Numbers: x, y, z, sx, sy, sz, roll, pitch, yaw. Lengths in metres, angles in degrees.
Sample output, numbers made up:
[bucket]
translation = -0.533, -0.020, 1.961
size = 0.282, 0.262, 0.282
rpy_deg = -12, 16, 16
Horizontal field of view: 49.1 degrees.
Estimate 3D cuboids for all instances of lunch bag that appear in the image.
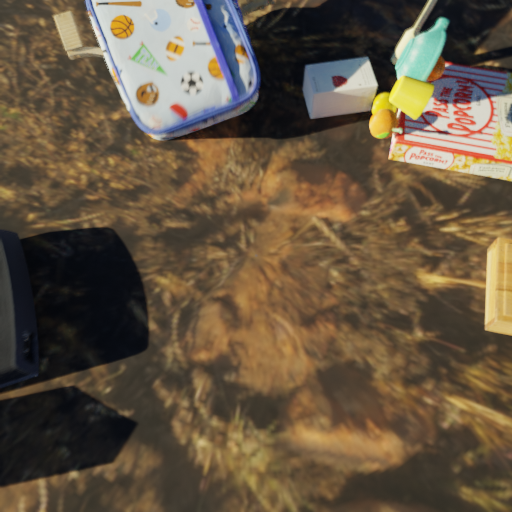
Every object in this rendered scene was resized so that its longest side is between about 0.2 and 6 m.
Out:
[lunch bag]
translation = -1.331, -3.745, 9.600
size = 2.518, 1.187, 3.142
rpy_deg = -20, 93, 3

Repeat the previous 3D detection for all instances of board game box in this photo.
[board game box]
translation = 3.799, -2.423, 9.971
size = 2.584, 0.598, 1.957
rpy_deg = 10, 66, 5

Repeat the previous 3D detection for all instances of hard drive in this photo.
[hard drive]
translation = -4.273, 0.835, 8.465
size = 1.675, 0.526, 2.483
rpy_deg = -18, 66, -3

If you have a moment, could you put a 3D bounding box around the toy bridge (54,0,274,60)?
[toy bridge]
translation = -1.562, -4.312, 10.559
size = 4.048, 0.551, 1.361
rpy_deg = -18, 103, -8

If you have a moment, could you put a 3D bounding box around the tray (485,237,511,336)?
[tray]
translation = 5.089, 0.683, 8.600
size = 2.896, 0.536, 1.428
rpy_deg = 11, 66, 4

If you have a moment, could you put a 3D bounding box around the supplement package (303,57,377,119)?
[supplement package]
translation = 1.505, -3.054, 10.214
size = 1.166, 0.699, 0.707
rpy_deg = -10, 66, -4

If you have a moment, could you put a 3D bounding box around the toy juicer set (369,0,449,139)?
[toy juicer set]
translation = 2.719, -3.117, 9.651
size = 0.751, 1.756, 2.761
rpy_deg = 24, 64, -4
